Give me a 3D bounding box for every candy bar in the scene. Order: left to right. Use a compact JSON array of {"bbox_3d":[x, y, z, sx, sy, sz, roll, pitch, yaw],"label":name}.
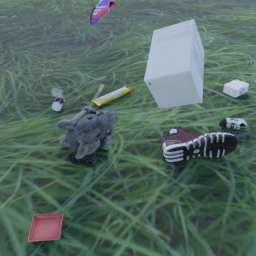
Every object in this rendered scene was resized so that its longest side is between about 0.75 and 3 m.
[{"bbox_3d":[-0.761,-1.622,13.953,2.338,0.259,0.583,-30,45,-34],"label":"candy bar"}]

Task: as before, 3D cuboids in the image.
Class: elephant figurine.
[{"bbox_3d":[-1.452,0.080,9.582,1.895,2.078,2.678,22,4,1],"label":"elephant figurine"}]

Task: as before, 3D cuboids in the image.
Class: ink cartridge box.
[{"bbox_3d":[5.531,-2.041,14.359,1.071,0.450,0.779,-24,42,-30],"label":"ink cartridge box"}]

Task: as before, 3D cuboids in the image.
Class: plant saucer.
[{"bbox_3d":[-2.277,2.804,7.837,0.850,0.156,0.852,-3,35,-4],"label":"plant saucer"}]

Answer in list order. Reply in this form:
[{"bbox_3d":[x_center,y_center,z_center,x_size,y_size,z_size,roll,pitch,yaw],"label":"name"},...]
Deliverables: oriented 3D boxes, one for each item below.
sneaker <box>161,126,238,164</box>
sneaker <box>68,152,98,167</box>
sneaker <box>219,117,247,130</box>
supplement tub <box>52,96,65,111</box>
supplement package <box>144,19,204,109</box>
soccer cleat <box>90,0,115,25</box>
[{"bbox_3d":[2.539,0.355,10.532,2.801,1.060,1.618,-7,33,-8],"label":"sneaker"},{"bbox_3d":[-1.620,1.078,10.115,1.120,0.425,0.508,13,27,7],"label":"sneaker"},{"bbox_3d":[4.426,-0.157,11.741,1.164,0.431,0.515,-5,34,-6],"label":"sneaker"},{"bbox_3d":[-3.250,-1.174,13.134,0.467,0.467,0.763,4,36,6],"label":"supplement tub"},{"bbox_3d":[1.513,-1.953,8.693,1.394,1.377,2.299,-7,52,27],"label":"supplement package"},{"bbox_3d":[-1.078,-4.883,11.683,0.573,0.534,1.566,23,65,7],"label":"soccer cleat"}]
